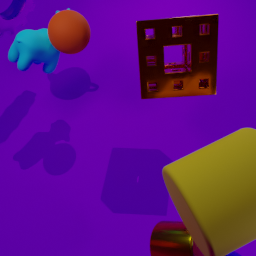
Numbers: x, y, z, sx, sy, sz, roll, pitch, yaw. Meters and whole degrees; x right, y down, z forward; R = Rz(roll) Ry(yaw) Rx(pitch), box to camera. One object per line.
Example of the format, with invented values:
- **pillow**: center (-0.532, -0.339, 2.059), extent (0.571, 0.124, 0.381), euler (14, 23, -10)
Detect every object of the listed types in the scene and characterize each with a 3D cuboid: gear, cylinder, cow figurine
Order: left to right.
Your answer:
- **gear**: center (-2.873, -3.113, 6.646), extent (0.350, 1.894, 1.894), euler (31, 64, 5)
- **cow figurine**: center (-1.831, -2.034, 6.404), extent (0.855, 1.533, 1.558), euler (41, 25, 20)
- **cylinder**: center (0.951, 2.086, 4.949), extent (0.837, 0.837, 0.837), euler (-14, 51, 38)
- **cylinder**: center (1.299, 0.828, 3.675), extent (1.281, 1.281, 1.281), euler (-25, 62, -5)

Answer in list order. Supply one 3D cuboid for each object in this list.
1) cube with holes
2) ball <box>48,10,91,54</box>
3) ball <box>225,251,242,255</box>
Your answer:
- **cube with holes**: center (0.925, -1.466, 5.616), extent (1.393, 1.393, 1.393), euler (-3, 21, 5)
- **ball**: center (-1.234, -2.010, 5.904), extent (0.887, 0.887, 0.887), euler (0, 59, 0)
- **ball**: center (1.498, 2.197, 4.194), extent (0.703, 0.703, 0.703), euler (0, 59, 0)
